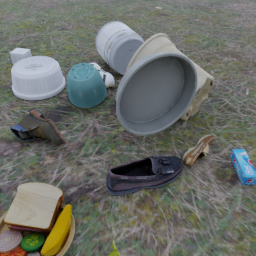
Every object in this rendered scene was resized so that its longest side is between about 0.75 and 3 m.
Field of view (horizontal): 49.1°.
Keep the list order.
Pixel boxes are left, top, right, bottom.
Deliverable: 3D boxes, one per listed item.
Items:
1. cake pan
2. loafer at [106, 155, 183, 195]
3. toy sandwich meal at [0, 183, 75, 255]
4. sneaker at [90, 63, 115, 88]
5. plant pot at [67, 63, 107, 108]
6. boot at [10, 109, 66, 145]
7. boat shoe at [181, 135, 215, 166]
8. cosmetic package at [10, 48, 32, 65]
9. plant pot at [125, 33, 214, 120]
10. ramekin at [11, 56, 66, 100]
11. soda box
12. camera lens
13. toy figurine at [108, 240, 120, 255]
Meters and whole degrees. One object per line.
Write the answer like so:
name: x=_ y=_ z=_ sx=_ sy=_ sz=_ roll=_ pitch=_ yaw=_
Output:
cake pan: x=0.877 y=-1.102 z=9.073 sx=2.973 sy=2.973 sz=0.545 roll=-17 pitch=42 yaw=-20
loafer: x=0.567 y=1.313 z=8.542 sx=2.588 sy=0.815 sz=0.930 roll=-15 pitch=41 yaw=-18
toy sandwich meal: x=-2.418 y=2.458 z=7.113 sx=2.374 sy=0.813 sz=2.374 roll=0 pitch=39 yaw=0
sneaker: x=-1.542 y=-2.493 z=13.361 sx=0.824 sy=0.759 sz=2.059 roll=-30 pitch=47 yaw=-29
plant pot: x=-1.805 y=-1.903 z=11.800 sx=1.673 sy=1.342 sz=1.673 roll=-1 pitch=55 yaw=2
boot: x=-3.219 y=0.227 z=9.997 sx=1.207 sy=0.930 sz=2.490 roll=-37 pitch=42 yaw=-23
boat shoe: x=2.446 y=0.800 z=9.460 sx=1.518 sy=0.574 sz=0.561 roll=-34 pitch=54 yaw=-24
cosmetic package: x=-5.715 y=-3.814 z=15.035 sx=0.839 sy=0.702 sz=0.698 roll=10 pitch=40 yaw=13
plant pot: x=1.756 y=-1.805 z=11.171 sx=2.680 sy=2.928 sz=2.928 roll=39 pitch=52 yaw=23
ramekin: x=-4.171 y=-2.390 z=12.894 sx=2.461 sy=1.146 sz=2.461 roll=0 pitch=40 yaw=0
soda box: x=3.708 y=1.225 z=8.995 sx=0.417 sy=0.394 sz=1.229 roll=-1 pitch=39 yaw=-1
camera lens: x=-0.354 y=-4.050 z=14.210 sx=2.086 sy=2.086 sz=2.608 roll=-15 pitch=41 yaw=-18
toy figurine: x=-0.420 y=3.405 z=5.976 sx=0.972 sy=0.856 sz=1.623 roll=-20 pitch=42 yaw=-16
